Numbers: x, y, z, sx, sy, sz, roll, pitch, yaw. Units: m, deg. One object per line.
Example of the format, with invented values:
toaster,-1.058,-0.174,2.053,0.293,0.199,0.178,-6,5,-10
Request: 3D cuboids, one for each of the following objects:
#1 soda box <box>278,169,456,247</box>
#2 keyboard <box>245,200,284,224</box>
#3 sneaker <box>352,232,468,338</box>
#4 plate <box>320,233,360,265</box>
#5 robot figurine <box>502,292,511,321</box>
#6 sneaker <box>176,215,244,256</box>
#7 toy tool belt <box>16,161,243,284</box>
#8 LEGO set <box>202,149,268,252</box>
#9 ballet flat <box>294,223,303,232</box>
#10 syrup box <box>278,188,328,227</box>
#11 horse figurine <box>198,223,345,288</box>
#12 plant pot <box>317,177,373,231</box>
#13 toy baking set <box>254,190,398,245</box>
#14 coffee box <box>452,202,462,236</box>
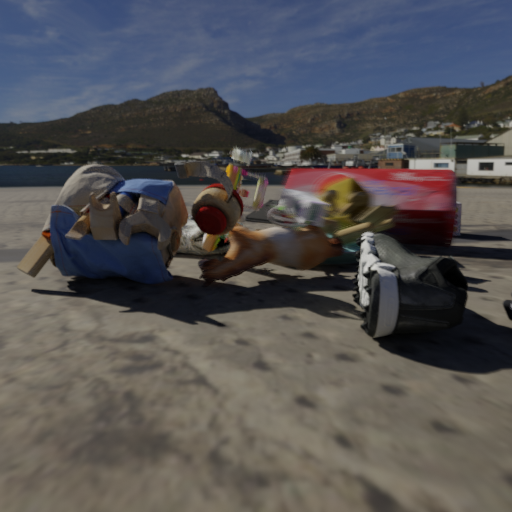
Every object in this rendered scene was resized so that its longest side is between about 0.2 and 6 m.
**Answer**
soda box,2.526,-1.143,12.787,3.796,1.203,1.329,3,53,24
keyboard,1.469,-1.174,17.291,3.628,0.719,1.888,11,37,46
sneaker,1.789,0.317,6.602,1.214,0.892,2.684,4,13,6
plate,1.292,-0.141,10.907,2.663,0.340,2.663,0,9,0
robot figurine,3.024,0.602,5.874,0.501,0.603,0.803,14,0,-32
sneaker,-1.321,-0.386,11.251,2.204,0.828,0.893,0,18,6
toy tool belt,-1.859,-0.257,8.335,3.068,1.916,1.886,1,38,18
LEGO set,-0.341,-0.855,9.944,0.740,1.989,0.915,14,17,-13
ballet flat,1.122,-0.471,10.979,0.558,0.516,1.582,-38,-9,10
syrup box,0.759,-0.806,9.251,0.390,0.377,0.958,8,16,-26
horse figurine,0.337,-0.214,9.089,2.761,0.689,1.830,1,26,-15
plant pot,1.765,-0.951,11.668,0.961,0.940,0.933,-8,-25,40
toy baking set,1.252,-0.632,10.124,2.494,0.290,1.914,-20,-32,33
coffee box,4.771,-0.984,14.499,0.836,0.844,0.846,0,9,2
